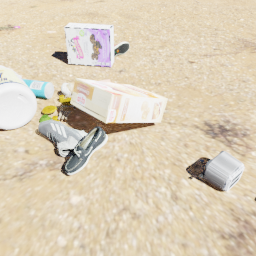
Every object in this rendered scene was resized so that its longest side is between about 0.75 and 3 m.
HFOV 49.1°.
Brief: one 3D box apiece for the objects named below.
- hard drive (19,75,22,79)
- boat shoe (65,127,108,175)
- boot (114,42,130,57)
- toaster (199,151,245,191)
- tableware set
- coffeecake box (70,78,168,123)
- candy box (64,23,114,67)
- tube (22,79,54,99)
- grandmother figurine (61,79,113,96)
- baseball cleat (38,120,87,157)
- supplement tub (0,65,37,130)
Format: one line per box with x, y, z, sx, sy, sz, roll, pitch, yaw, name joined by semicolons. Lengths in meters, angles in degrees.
-5.520;-2.061;12.443;0.879;0.169;1.332;13;37;18;hard drive
-1.231;0.598;7.753;0.587;0.468;1.551;26;68;38;boat shoe
-0.877;-4.402;15.387;1.778;0.644;1.283;-32;45;-32;boot
2.534;1.161;7.462;1.180;0.671;0.762;-25;45;-37;toaster
-2.573;-0.704;10.482;1.195;0.272;1.775;-1;37;6;tableware set
-0.276;-0.881;9.219;2.499;0.913;1.918;-2;22;-45;coffeecake box
-1.861;-4.070;13.784;2.251;1.888;0.805;5;36;7;candy box
-4.368;-1.712;11.560;2.632;0.663;1.019;11;33;16;tube
-1.656;-1.641;11.486;2.141;0.648;1.298;-4;29;-10;grandmother figurine
-2.097;0.314;8.650;1.971;0.687;1.049;12;37;17;baseball cleat
-4.374;-1.162;9.861;1.680;1.680;2.317;-21;41;-27;supplement tub
